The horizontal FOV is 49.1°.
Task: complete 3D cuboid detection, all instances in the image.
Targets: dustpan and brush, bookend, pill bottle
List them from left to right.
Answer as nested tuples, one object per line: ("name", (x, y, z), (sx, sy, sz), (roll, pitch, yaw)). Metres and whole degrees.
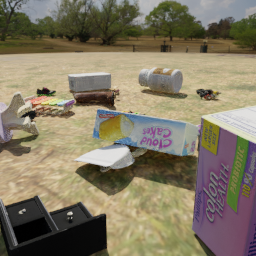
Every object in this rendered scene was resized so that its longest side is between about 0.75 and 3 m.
("bookend", (-1.402, 1.701, 5.027), (1.548, 0.713, 1.538), (-11, 22, -29))
("dustpan and brush", (-0.214, 0.804, 7.990), (1.528, 0.627, 2.190), (2, 22, 45))
("pill bottle", (1.977, -2.984, 17.304), (2.503, 1.431, 1.431), (14, 23, 32))

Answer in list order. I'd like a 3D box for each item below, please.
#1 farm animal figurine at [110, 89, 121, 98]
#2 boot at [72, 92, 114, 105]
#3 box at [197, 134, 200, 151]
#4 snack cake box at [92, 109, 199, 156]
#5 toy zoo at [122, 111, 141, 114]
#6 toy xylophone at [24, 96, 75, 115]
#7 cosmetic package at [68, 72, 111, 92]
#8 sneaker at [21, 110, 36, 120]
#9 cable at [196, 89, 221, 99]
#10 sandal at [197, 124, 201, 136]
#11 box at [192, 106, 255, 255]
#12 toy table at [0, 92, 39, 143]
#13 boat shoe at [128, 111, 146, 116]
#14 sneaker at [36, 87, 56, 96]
("farm animal figurine", (-0.833, -1.856, 15.645), (0.856, 0.451, 0.866), (-20, 17, -9))
("boot", (-1.799, -1.538, 14.285), (2.168, 0.696, 2.020), (1, 7, -6))
("box", (2.860, 0.450, 8.764), (0.998, 0.615, 0.990), (17, 24, 39))
("snack cake box", (0.555, 0.126, 8.474), (2.792, 0.938, 1.605), (10, -1, 26))
("toy zoo", (-0.005, -0.601, 12.525), (0.992, 0.102, 0.651), (7, 21, 19))
("toy xylophone", (-3.641, -1.146, 13.324), (2.397, 0.602, 1.755), (4, 19, 9))
("cosmetic package", (-2.423, -2.971, 17.929), (2.457, 0.997, 1.387), (-13, 21, -30))
("sneaker", (-4.614, -0.445, 11.614), (1.444, 0.580, 0.623), (-6, 7, -42))
("cable", (4.387, -1.924, 16.170), (1.053, 0.546, 2.168), (-21, 11, -9))
("sandal", (2.738, 0.038, 10.274), (1.550, 0.381, 0.631), (2, 19, 6))
("box", (2.605, 0.844, 4.858), (2.623, 2.307, 1.268), (-10, 24, -22))
("toy table", (-3.925, -0.327, 9.745), (1.093, 1.716, 1.867), (-18, 45, -5))
("boat shoe", (0.153, -0.494, 11.705), (1.328, 0.440, 0.496), (11, 22, 29))
("sneaker", (-4.775, -2.134, 16.318), (1.168, 0.489, 0.448), (-1, 19, -3))
